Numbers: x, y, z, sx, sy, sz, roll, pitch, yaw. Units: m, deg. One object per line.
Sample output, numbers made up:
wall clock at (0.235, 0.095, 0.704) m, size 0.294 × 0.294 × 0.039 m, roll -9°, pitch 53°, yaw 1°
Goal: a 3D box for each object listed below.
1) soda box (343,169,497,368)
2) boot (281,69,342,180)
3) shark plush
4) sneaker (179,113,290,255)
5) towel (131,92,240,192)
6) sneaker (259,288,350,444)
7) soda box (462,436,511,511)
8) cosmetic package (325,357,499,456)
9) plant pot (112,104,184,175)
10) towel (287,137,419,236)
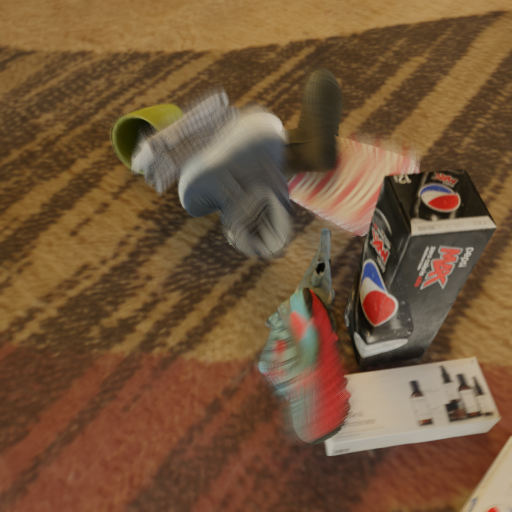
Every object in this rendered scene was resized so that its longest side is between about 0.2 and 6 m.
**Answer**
soda box at (2.376, 0.372, 8.917) m, size 1.303 × 3.681 × 1.166 m, roll -6°, pitch 52°, yaw -7°
boot at (0.566, -2.510, 11.707) m, size 0.904 × 2.490 × 2.264 m, roll 12°, pitch 80°, yaw -38°
shark plush at (1.238, 0.562, 10.433) m, size 1.154 × 1.058 × 2.539 m, roll 21°, pitch 56°, yaw 15°
sneaker at (-0.503, -0.878, 10.581) m, size 1.202 × 3.161 × 2.284 m, roll 6°, pitch 64°, yaw -31°
towel at (-1.392, -2.232, 11.223) m, size 2.001 × 1.657 × 0.856 m, roll -41°, pitch 99°, yaw -24°
sneaker at (0.644, 1.738, 8.488) m, size 1.204 × 0.999 × 2.520 m, roll -32°, pitch 36°, yaw 27°
soda box at (3.656, 3.731, 8.105) m, size 0.973 × 1.041 × 3.058 m, roll 36°, pitch 61°, yaw 24°
cosmetic package at (2.434, 2.464, 9.264) m, size 2.727 × 0.691 × 1.126 m, roll -7°, pitch 53°, yaw -5°
plant pot at (-2.289, -2.857, 12.903) m, size 1.435 × 1.435 × 1.534 m, roll 17°, pitch 41°, yaw 12°
towel at (1.767, -1.450, 11.110) m, size 1.794 × 0.367 × 2.451 m, roll -47°, pitch 42°, yaw -9°
